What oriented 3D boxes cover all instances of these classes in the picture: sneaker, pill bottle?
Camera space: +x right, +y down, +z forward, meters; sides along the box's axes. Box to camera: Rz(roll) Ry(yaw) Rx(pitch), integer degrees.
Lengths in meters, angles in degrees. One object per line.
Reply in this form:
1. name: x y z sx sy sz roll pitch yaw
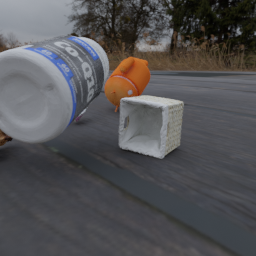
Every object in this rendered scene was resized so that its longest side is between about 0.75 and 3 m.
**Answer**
1. sneaker: -1.698 -0.674 9.442 0.549 0.499 1.241 38 29 -15
2. pill bottle: -1.421 -1.009 5.799 1.636 1.636 2.875 3 25 12

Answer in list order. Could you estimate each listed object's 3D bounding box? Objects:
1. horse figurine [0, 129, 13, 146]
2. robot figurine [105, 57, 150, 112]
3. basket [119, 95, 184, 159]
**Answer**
1. horse figurine: -2.877 0.360 5.579 1.524 0.574 2.300 -17 17 31
2. robot figurine: -0.006 -1.838 11.528 1.830 1.484 2.544 -32 21 52
3. basket: 0.530 -0.091 6.507 1.225 1.214 0.985 13 18 33
